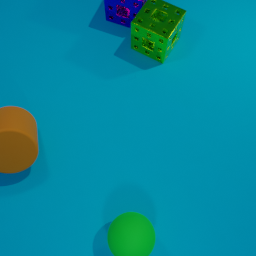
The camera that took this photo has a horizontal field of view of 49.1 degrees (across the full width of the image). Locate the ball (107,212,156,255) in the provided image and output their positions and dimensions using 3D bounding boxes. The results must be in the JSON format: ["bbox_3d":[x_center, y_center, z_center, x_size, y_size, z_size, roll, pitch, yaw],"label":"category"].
[{"bbox_3d":[0.081,2.617,6.728,1.161,1.161,1.161,0,68,0],"label":"ball"}]

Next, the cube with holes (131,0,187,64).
[{"bbox_3d":[0.962,-3.208,9.223,1.281,1.281,1.281,29,71,11],"label":"cube with holes"}]

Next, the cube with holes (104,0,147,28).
[{"bbox_3d":[0.081,-4.521,9.700,1.373,1.373,1.373,20,70,8],"label":"cube with holes"}]

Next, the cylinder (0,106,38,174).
[{"bbox_3d":[-3.129,0.290,7.501,1.348,1.348,1.348,-20,34,-8],"label":"cylinder"}]
